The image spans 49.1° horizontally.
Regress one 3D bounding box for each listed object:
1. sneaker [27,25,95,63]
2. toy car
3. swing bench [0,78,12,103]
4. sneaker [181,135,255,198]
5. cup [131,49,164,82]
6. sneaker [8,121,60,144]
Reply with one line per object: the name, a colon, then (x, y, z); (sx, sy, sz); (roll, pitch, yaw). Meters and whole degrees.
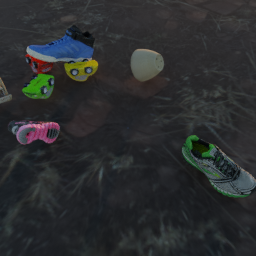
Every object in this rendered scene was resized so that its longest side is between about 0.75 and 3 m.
sneaker: (-2.254, -2.987, 9.720); (2.352, 1.309, 0.903); (0, 32, -32)
toy car: (-2.644, -1.677, 9.484); (2.789, 0.622, 2.625); (11, 41, 11)
swing bench: (-4.092, -1.000, 8.518); (0.786, 0.512, 0.790); (-26, 72, -34)
sneaker: (2.108, 0.909, 6.687); (1.994, 0.850, 0.778); (33, 68, 28)
cup: (0.739, -2.186, 9.546); (0.795, 1.111, 1.111); (-1, 37, 39)
sneaker: (-2.468, 0.026, 7.412); (0.748, 0.620, 1.569); (23, 7, 24)
